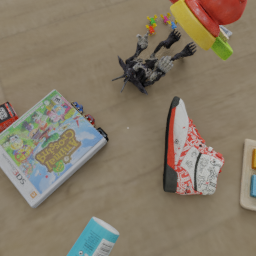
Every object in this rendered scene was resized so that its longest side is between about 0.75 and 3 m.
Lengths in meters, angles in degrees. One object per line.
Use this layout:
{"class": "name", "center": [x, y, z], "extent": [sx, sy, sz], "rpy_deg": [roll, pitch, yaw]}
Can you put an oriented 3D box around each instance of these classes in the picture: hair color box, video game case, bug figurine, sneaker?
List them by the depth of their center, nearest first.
{"class": "sneaker", "center": [1.764, 0.461, 7.580], "extent": [1.462, 0.911, 2.729], "rpy_deg": [6, 66, 2]}
{"class": "video game case", "center": [-2.282, 0.453, 7.744], "extent": [2.560, 0.282, 2.330], "rpy_deg": [-43, 70, -12]}
{"class": "hair color box", "center": [-3.905, -0.206, 8.218], "extent": [1.224, 0.375, 0.621], "rpy_deg": [-31, 67, -15]}
{"class": "video game case", "center": [3.159, -3.453, 10.100], "extent": [0.800, 0.103, 0.880], "rpy_deg": [-36, 68, -17]}
{"class": "bug figurine", "center": [1.195, -3.774, 10.162], "extent": [1.177, 0.303, 0.913], "rpy_deg": [-11, 56, -1]}

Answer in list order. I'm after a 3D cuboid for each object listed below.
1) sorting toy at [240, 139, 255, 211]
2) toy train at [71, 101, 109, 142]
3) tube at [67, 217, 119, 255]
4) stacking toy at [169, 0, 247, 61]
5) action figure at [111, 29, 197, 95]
{"class": "sorting toy", "center": [4.015, 1.318, 7.408], "extent": [1.908, 0.376, 2.061], "rpy_deg": [12, 62, 6]}
{"class": "toy train", "center": [-1.181, -0.189, 8.252], "extent": [0.409, 0.305, 1.788], "rpy_deg": [-37, 68, -21]}
{"class": "tube", "center": [-0.804, 2.197, 3.925], "extent": [0.726, 0.472, 1.874], "rpy_deg": [35, 78, -10]}
{"class": "stacking toy", "center": [1.638, -2.821, 5.943], "extent": [1.164, 2.496, 2.757], "rpy_deg": [-40, 63, 29]}
{"class": "action figure", "center": [0.751, -2.170, 8.730], "extent": [2.709, 1.383, 1.610], "rpy_deg": [-35, 78, -19]}
